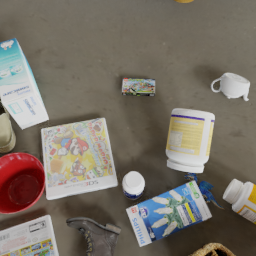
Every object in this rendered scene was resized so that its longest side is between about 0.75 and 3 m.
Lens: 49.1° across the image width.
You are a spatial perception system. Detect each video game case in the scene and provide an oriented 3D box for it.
[{"bbox_3d":[-2.732,3.321,7.286,1.744,0.200,1.587,-17,64,-9],"label":"video game case"},{"bbox_3d":[-1.517,0.857,8.486,2.043,0.257,2.245,-10,64,-5],"label":"video game case"}]

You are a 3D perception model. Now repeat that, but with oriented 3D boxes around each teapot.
[{"bbox_3d":[3.477,-1.346,9.364,0.995,0.737,1.009,-9,40,-37],"label":"teapot"}]

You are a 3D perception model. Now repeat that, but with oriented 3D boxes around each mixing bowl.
[{"bbox_3d":[-3.009,1.598,7.755,1.660,0.899,1.660,0,64,0],"label":"mixing bowl"}]

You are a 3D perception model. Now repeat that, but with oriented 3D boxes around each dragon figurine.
[{"bbox_3d":[2.180,1.748,7.926,1.356,0.399,0.674,22,72,18],"label":"dragon figurine"}]

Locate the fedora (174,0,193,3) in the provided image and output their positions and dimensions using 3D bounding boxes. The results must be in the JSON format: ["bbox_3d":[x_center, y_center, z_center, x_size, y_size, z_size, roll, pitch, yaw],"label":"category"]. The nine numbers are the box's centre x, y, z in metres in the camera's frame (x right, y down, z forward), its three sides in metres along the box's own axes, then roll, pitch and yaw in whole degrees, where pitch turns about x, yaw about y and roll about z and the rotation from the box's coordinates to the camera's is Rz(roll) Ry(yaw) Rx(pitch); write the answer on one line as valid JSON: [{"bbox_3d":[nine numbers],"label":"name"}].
[{"bbox_3d":[2.239,-5.978,11.500,2.531,1.032,2.531,2,67,-5],"label":"fedora"}]

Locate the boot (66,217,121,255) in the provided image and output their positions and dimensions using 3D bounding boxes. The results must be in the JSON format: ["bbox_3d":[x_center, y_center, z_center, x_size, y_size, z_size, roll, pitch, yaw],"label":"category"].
[{"bbox_3d":[-0.973,3.116,7.179,1.635,0.566,1.423,12,63,3],"label":"boot"}]

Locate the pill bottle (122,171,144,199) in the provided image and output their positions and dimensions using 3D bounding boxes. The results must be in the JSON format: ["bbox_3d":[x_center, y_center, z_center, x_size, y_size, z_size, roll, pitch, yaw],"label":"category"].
[{"bbox_3d":[0.145,1.558,7.674,0.596,1.074,0.596,0,63,0],"label":"pill bottle"}]

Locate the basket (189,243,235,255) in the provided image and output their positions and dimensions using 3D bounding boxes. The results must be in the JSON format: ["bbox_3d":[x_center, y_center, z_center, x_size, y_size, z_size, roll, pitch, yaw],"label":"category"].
[{"bbox_3d":[2.260,3.730,6.305,1.511,1.577,2.117,-27,65,-13],"label":"basket"}]

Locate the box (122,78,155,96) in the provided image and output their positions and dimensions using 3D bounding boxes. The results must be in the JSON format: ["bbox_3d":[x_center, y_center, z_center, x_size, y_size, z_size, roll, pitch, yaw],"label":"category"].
[{"bbox_3d":[0.368,-1.418,9.667,1.121,0.195,0.617,2,63,1],"label":"box"}]

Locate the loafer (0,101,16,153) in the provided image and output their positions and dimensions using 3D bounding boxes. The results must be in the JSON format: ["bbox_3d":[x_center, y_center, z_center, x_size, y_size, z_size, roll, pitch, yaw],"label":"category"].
[{"bbox_3d":[-4.028,-0.102,8.752,0.710,0.641,1.877,-19,65,-9],"label":"loafer"}]

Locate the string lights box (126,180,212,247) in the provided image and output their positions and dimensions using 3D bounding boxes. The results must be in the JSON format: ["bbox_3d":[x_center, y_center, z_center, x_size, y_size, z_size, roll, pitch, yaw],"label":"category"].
[{"bbox_3d":[1.059,2.254,7.398,1.961,0.578,1.008,-23,69,0],"label":"string lights box"}]

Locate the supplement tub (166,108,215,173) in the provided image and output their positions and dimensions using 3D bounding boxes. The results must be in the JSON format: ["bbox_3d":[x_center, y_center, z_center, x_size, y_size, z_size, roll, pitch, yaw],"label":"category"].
[{"bbox_3d":[1.702,0.334,7.811,1.187,1.187,1.633,9,92,4],"label":"supplement tub"}]

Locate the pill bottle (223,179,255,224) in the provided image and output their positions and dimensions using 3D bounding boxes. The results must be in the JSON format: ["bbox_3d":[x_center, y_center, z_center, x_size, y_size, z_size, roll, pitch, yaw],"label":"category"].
[{"bbox_3d":[3.467,2.076,7.504,1.667,0.911,0.911,31,67,14],"label":"pill bottle"}]

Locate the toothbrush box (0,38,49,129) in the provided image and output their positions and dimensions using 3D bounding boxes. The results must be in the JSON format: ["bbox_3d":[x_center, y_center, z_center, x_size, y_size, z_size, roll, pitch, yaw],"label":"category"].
[{"bbox_3d":[-3.436,-1.366,8.830,0.962,1.651,2.255,-22,67,-11],"label":"toothbrush box"}]
